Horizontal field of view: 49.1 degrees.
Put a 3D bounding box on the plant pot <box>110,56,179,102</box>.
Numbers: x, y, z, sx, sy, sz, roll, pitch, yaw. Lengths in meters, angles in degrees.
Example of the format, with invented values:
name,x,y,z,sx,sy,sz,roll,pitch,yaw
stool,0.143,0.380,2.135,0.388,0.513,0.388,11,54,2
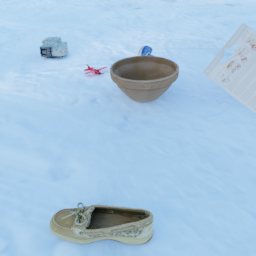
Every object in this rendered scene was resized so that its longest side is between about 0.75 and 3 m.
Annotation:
name,x,y,z,sx,sy,sz,roll,pitch,yaw
plant pot,0.616,-1.753,10.486,2.522,1.164,2.522,-2,34,1

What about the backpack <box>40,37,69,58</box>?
name,x,y,z,sx,sy,sz,roll,pitch,yaw
backpack,-3.612,-4.001,13.891,1.273,0.976,1.119,9,30,3

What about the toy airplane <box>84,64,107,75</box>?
name,x,y,z,sx,sy,sz,roll,pitch,yaw
toy airplane,-1.555,-2.579,12.502,1.219,0.224,1.219,0,35,0

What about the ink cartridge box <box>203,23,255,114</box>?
name,x,y,z,sx,sy,sz,roll,pitch,yaw
ink cartridge box,4.079,-1.871,9.228,2.462,1.971,0.582,39,25,5

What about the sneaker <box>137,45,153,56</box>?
name,x,y,z,sx,sy,sz,roll,pitch,yaw
sneaker,0.855,-3.175,13.026,0.875,0.771,1.962,17,45,8

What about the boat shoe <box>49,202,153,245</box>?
name,x,y,z,sx,sy,sz,roll,pitch,yaw
boat shoe,-0.559,1.894,5.824,2.190,0.686,0.803,1,35,1
